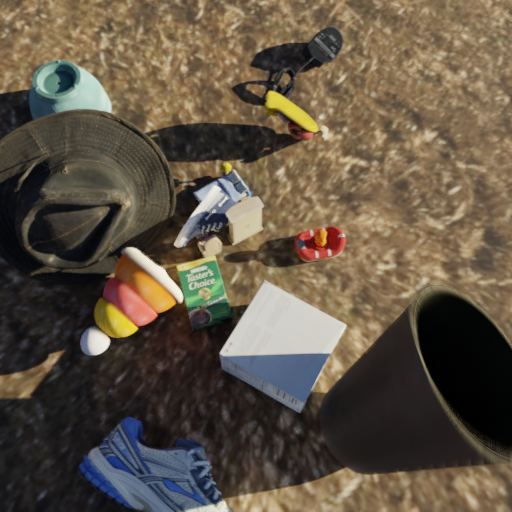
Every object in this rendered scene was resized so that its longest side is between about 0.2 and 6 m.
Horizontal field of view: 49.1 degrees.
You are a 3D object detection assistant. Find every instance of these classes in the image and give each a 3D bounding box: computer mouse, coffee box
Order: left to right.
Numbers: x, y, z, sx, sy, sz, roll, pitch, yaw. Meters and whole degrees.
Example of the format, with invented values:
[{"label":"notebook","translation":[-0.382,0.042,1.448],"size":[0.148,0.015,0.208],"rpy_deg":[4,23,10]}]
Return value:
[{"label":"coffee box","translation":[-1.037,0.728,11.125],"size":[0.839,0.300,1.364],"rpy_deg":[-14,67,-5]},{"label":"computer mouse","translation":[1.195,-4.572,13.470],"size":[0.740,0.429,2.523],"rpy_deg":[46,77,-8]}]

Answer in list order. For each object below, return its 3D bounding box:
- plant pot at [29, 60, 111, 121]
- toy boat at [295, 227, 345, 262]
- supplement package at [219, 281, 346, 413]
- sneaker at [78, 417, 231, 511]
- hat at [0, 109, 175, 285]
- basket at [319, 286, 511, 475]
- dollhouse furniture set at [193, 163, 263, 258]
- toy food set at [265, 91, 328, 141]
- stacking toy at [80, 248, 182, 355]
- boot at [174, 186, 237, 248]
[{"label":"plant pot","translation":[-4.275,-3.567,12.536],"size":[1.793,1.201,1.793],"rpy_deg":[0,67,0]},{"label":"toy boat","translation":[1.317,-0.312,11.388],"size":[1.016,0.664,0.663],"rpy_deg":[-10,67,-5]},{"label":"supplement package","translation":[0.469,1.675,10.196],"size":[1.677,1.233,1.603],"rpy_deg":[28,69,12]},{"label":"sneaker","translation":[-1.163,3.834,9.241],"size":[3.492,1.345,1.487],"rpy_deg":[28,65,11]},{"label":"hat","translation":[-3.235,-0.818,10.159],"size":[3.698,3.698,1.492],"rpy_deg":[-19,26,-8]},{"label":"basket","translation":[2.430,2.288,8.758],"size":[1.965,2.890,2.606],"rpy_deg":[-10,64,-35]},{"label":"dollhouse furniture set","translation":[-0.807,-1.119,11.523],"size":[1.555,1.075,1.647],"rpy_deg":[-28,69,-12]},{"label":"toy food set","translation":[0.799,-2.919,12.352],"size":[1.651,0.539,0.971],"rpy_deg":[32,29,-16]},{"label":"stacking toy","translation":[-2.505,0.988,10.391],"size":[1.478,1.478,2.023],"rpy_deg":[38,74,15]},{"label":"boot","translation":[-0.992,-0.665,11.409],"size":[0.684,0.551,1.514],"rpy_deg":[36,79,-4]}]
